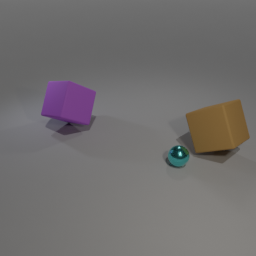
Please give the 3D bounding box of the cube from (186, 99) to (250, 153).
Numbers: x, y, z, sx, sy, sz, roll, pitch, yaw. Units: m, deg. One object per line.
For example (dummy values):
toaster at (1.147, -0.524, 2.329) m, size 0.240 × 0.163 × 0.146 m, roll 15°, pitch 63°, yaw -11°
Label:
cube at (3.036, -0.062, 9.470) m, size 1.400 × 1.400 × 1.400 m, roll -13°, pitch 3°, yaw 44°

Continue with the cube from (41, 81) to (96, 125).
cube at (-2.336, -0.978, 11.054) m, size 1.400 × 1.400 × 1.400 m, roll 7°, pitch -6°, yaw 41°

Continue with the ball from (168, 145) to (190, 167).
ball at (1.648, 0.909, 9.118) m, size 0.700 × 0.700 × 0.700 m, roll 0°, pitch 29°, yaw 0°
